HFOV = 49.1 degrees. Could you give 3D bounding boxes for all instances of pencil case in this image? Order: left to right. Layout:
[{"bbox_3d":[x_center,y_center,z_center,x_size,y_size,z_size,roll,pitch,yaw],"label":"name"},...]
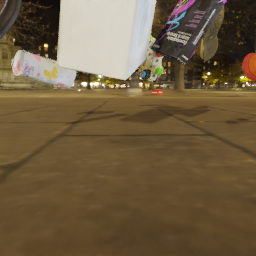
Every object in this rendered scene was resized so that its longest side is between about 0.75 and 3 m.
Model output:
[{"bbox_3d":[-2.707,-1.910,9.203,2.013,0.837,0.913,8,21,-46],"label":"pencil case"}]

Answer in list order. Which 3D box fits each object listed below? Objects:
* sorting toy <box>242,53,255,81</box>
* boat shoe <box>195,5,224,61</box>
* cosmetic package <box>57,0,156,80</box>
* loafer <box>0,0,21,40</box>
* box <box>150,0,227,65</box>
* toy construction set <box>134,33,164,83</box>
[{"bbox_3d":[2.974,-1.425,5.317,1.599,0.555,0.551,-28,9,-14],"label":"sorting toy"},{"bbox_3d":[2.720,-3.552,9.942,0.910,2.529,0.854,-35,59,-15],"label":"boat shoe"},{"bbox_3d":[-0.297,-2.711,6.297,1.592,2.590,2.582,14,25,7],"label":"cosmetic package"},{"bbox_3d":[-2.519,-1.861,4.828,0.718,1.966,0.701,27,3,16],"label":"loafer"},{"bbox_3d":[1.498,-2.648,7.047,0.354,1.961,1.402,25,10,-34],"label":"box"},{"bbox_3d":[0.710,-2.592,9.864,1.142,1.625,2.479,15,22,-22],"label":"toy construction set"}]
